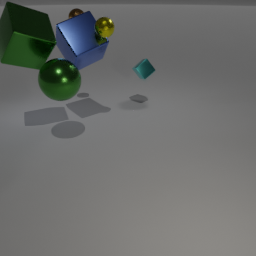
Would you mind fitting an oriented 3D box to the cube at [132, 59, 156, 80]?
[{"bbox_3d":[0.734,-2.732,13.054,0.700,0.700,0.700,-41,17,-3],"label":"cube"}]

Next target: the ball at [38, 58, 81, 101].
[{"bbox_3d":[-2.251,-1.593,9.266,1.400,1.400,1.400,0,27,0],"label":"ball"}]

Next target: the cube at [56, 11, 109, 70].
[{"bbox_3d":[-1.758,-3.219,10.553,1.400,1.400,1.400,-31,-3,-19],"label":"cube"}]

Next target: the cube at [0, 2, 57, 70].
[{"bbox_3d":[-3.421,-2.998,9.315,1.400,1.400,1.400,2,57,-41],"label":"cube"}]

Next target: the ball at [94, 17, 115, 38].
[{"bbox_3d":[-0.816,-3.489,9.736,0.700,0.700,0.700,0,27,0],"label":"ball"}]

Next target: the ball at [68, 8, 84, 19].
[{"bbox_3d":[-2.058,-4.461,11.337,0.700,0.700,0.700,0,27,0],"label":"ball"}]
